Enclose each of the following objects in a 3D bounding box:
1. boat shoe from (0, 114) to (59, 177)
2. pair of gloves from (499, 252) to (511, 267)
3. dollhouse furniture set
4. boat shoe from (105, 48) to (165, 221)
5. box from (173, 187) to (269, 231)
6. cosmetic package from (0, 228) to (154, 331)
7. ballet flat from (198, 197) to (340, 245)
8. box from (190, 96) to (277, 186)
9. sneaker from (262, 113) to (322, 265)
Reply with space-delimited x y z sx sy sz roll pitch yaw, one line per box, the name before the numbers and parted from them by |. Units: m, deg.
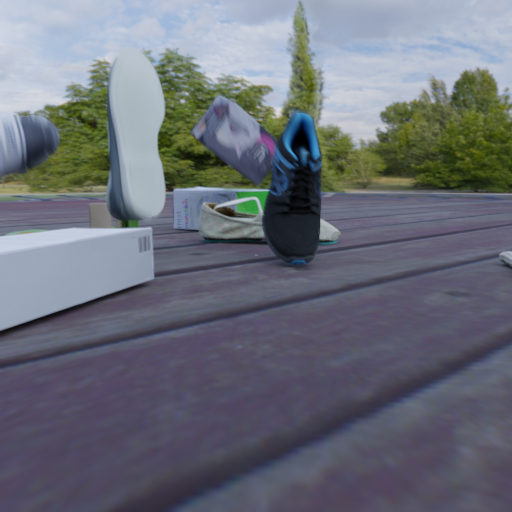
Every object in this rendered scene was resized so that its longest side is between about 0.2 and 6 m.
boat shoe | -3.582 -1.626 8.212 0.884 0.935 2.608 -11 7 -36
pair of gloves | 4.593 0.078 7.213 2.380 0.417 2.024 0 8 7
dollhouse furniture set | -3.434 -0.660 10.397 2.551 0.985 1.275 -6 9 -36
boat shoe | -1.897 -1.754 8.191 0.794 2.569 0.935 -13 -12 40
box | -0.720 -1.201 14.044 1.879 1.029 2.129 4 9 29
cosmetic package | -2.190 0.156 5.578 1.133 0.695 2.744 3 8 20
ballet flat | 0.232 -0.686 10.920 2.824 0.880 0.952 1 14 6
box | -0.366 -2.498 12.182 1.669 1.103 0.958 34 7 -36
sneaker | 0.551 -1.018 8.274 0.859 2.346 0.961 2 -25 -7
